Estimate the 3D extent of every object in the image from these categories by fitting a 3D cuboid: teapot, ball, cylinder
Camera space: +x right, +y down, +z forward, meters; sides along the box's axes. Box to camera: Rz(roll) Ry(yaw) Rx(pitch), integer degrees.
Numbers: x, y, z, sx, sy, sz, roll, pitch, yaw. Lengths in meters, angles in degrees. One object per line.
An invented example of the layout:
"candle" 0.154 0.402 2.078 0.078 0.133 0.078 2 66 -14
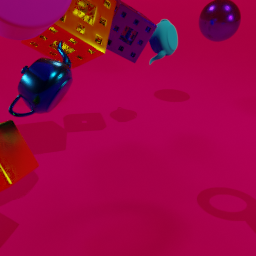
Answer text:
"teapot" -1.255 -0.713 4.210 0.687 0.873 1.404 36 73 -5
"ball" 2.707 -3.177 8.296 1.198 1.198 1.198 0 29 0
"teapot" 0.836 -2.194 7.065 0.664 0.843 1.355 0 68 33
"cylinder" -1.296 -1.648 3.305 1.068 1.068 1.068 -14 15 -24

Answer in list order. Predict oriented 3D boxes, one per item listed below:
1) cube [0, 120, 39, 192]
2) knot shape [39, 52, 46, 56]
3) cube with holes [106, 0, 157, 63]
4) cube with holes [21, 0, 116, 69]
"cube" -1.747 0.430 3.531 0.743 0.743 0.743 -27 6 12
"knot shape" -2.290 -2.699 8.856 1.290 1.378 0.637 2 48 -20
"cube with holes" -0.101 -2.260 6.421 0.953 0.953 0.953 21 26 -28
"cube with holes" -1.143 -2.066 5.451 1.182 1.182 1.182 22 -19 -38
